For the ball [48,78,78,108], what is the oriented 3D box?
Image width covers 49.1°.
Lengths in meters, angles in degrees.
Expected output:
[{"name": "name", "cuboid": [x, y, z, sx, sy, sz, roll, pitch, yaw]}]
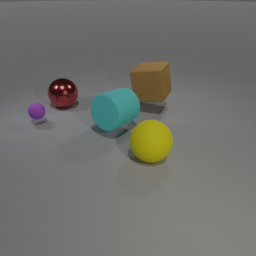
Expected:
[{"name": "ball", "cuboid": [-3.050, -1.637, 13.145, 1.400, 1.400, 1.400, 0, 28, 0]}]

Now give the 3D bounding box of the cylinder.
[{"name": "cylinder", "cuboid": [-0.475, -0.740, 10.783, 1.400, 1.400, 1.400, 18, 27, 31]}]

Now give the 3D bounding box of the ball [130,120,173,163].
[{"name": "ball", "cuboid": [0.763, 0.430, 9.198, 1.400, 1.400, 1.400, 0, 28, 0]}]

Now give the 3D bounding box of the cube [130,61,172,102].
[{"name": "cube", "cuboid": [1.057, -2.073, 12.499, 1.400, 1.400, 1.400, 2, 29, 23]}]

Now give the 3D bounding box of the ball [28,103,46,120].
[{"name": "ball", "cuboid": [-3.777, -0.699, 11.600, 0.700, 0.700, 0.700, 0, 28, 0]}]
